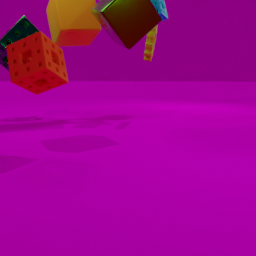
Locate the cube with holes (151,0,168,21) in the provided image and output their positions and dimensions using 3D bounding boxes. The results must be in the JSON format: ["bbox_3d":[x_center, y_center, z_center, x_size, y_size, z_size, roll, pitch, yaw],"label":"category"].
[{"bbox_3d":[0.961,-4.689,11.058,0.865,0.865,0.865,-12,0,26],"label":"cube with holes"}]

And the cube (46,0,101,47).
[{"bbox_3d":[-1.772,-3.488,9.015,1.292,1.292,1.292,-11,-2,-26],"label":"cube"}]

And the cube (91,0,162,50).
[{"bbox_3d":[-0.065,-2.795,6.928,1.105,1.105,1.105,-42,32,1],"label":"cube"}]

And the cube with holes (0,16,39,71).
[{"bbox_3d":[-3.176,-2.338,8.316,1.137,1.137,1.137,-5,-41,49],"label":"cube with holes"}]

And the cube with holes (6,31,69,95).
[{"bbox_3d":[-1.652,-1.163,5.167,0.731,0.731,0.731,-17,-16,14],"label":"cube with holes"}]

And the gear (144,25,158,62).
[{"bbox_3d":[0.739,-2.776,9.087,0.219,1.186,1.186,11,12,6],"label":"gear"}]
